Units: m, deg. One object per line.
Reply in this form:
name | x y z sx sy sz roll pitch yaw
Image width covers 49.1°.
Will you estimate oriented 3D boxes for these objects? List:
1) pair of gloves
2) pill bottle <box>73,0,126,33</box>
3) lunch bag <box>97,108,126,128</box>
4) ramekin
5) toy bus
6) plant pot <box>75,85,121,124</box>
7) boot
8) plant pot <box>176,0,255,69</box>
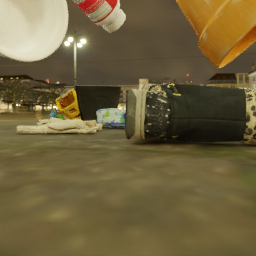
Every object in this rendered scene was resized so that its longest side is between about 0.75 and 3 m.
pair of gloves | -1.323 -0.064 5.882 1.503 0.310 1.768 0 3 2
pill bottle | -0.781 -3.239 7.174 0.881 0.881 1.569 2 -27 43
lunch bag | -0.145 -0.292 8.272 1.403 0.579 1.128 -2 1 -41
ramekin | -2.495 -2.544 6.089 1.056 2.167 2.167 12 10 44
toy bus | -2.320 -0.729 12.838 2.133 2.013 1.102 -2 46 -29
plant pot | -1.155 -0.801 10.602 1.618 1.439 1.622 0 3 -8
boot | 0.917 -0.200 3.729 1.607 0.768 2.128 3 8 13
plant pot | 1.998 -2.802 5.675 2.346 2.148 2.346 -39 -9 -8
